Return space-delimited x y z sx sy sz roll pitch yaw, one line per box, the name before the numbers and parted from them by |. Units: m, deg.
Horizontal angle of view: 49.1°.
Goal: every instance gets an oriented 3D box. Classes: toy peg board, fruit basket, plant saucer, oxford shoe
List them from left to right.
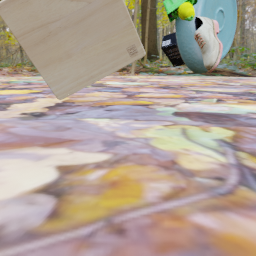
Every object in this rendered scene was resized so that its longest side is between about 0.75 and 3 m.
toy peg board | -0.939 -1.821 5.076 1.862 1.854 0.911 -27 33 4
fruit basket | 1.260 -2.681 6.317 0.833 0.833 0.601 4 1 16
oxford shoe | 1.418 -1.570 5.194 0.468 1.268 0.449 16 -36 -18
plant saucer | 2.286 -2.914 7.590 0.516 2.870 2.870 13 18 42

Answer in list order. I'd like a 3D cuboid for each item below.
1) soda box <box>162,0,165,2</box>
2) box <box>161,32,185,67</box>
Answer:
soda box | 1.877 -3.464 8.196 2.164 0.737 0.689 41 11 -12
box | 2.145 -2.869 9.826 1.615 0.637 1.140 -8 -32 32
